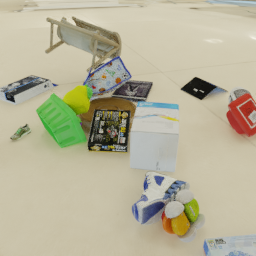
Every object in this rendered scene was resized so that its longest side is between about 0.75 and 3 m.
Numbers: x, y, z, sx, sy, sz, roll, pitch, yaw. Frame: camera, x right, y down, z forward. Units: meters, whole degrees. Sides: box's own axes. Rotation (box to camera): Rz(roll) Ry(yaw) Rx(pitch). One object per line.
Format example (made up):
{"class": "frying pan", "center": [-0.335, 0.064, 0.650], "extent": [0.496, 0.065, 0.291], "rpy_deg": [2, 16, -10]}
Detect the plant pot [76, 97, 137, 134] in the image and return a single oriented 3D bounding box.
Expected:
{"class": "plant pot", "center": [-0.757, -0.564, 10.766], "extent": [2.743, 0.377, 2.743], "rpy_deg": [0, 31, 0]}

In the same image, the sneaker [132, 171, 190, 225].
{"class": "sneaker", "center": [0.628, 1.641, 6.966], "extent": [1.745, 0.705, 1.008], "rpy_deg": [-19, 32, -40]}

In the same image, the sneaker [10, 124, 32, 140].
{"class": "sneaker", "center": [-3.731, 0.107, 9.658], "extent": [0.327, 0.377, 0.851], "rpy_deg": [16, 35, 24]}

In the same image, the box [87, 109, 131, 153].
{"class": "box", "center": [-0.592, 0.065, 9.310], "extent": [1.280, 0.396, 1.603], "rpy_deg": [3, 49, 2]}

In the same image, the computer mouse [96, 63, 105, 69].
{"class": "computer mouse", "center": [-1.435, -3.450, 15.603], "extent": [0.609, 0.232, 0.879], "rpy_deg": [16, 35, 25]}

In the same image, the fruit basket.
{"class": "fruit basket", "center": [-1.941, -0.524, 9.583], "extent": [2.068, 1.491, 2.068], "rpy_deg": [-9, 40, 8]}

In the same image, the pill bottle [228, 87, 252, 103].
{"class": "pill bottle", "center": [4.465, -1.032, 11.031], "extent": [0.876, 0.876, 1.583], "rpy_deg": [4, 32, 6]}

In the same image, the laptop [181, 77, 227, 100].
{"class": "laptop", "center": [3.531, -1.768, 13.007], "extent": [1.569, 0.810, 1.390], "rpy_deg": [-39, 42, -11]}

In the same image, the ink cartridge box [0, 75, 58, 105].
{"class": "ink cartridge box", "center": [-4.526, -1.871, 12.793], "extent": [1.288, 0.508, 2.590], "rpy_deg": [17, 34, 26]}

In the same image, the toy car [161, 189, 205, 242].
{"class": "toy car", "center": [1.172, 1.976, 6.339], "extent": [0.787, 0.918, 1.049], "rpy_deg": [-21, 10, 48]}

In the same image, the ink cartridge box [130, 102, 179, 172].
{"class": "ink cartridge box", "center": [0.836, 0.217, 8.537], "extent": [1.345, 1.351, 1.841], "rpy_deg": [5, 31, 6]}

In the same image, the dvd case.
{"class": "dvd case", "center": [0.234, -1.727, 12.854], "extent": [1.535, 0.165, 2.065], "rpy_deg": [7, 32, 12]}

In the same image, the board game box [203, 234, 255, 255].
{"class": "board game box", "center": [2.395, 2.772, 5.361], "extent": [1.472, 0.319, 1.465], "rpy_deg": [-3, 32, -5]}

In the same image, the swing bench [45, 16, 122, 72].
{"class": "swing bench", "center": [-1.975, -4.053, 13.064], "extent": [2.617, 1.707, 2.631], "rpy_deg": [25, 33, 18]}

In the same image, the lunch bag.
{"class": "lunch bag", "center": [-1.087, -1.951, 11.574], "extent": [1.980, 1.226, 1.684], "rpy_deg": [-34, 6, -10]}

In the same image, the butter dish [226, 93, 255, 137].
{"class": "butter dish", "center": [4.016, -0.350, 9.930], "extent": [1.342, 0.992, 1.338], "rpy_deg": [-29, 82, -30]}
